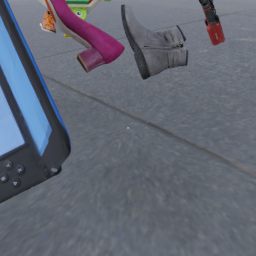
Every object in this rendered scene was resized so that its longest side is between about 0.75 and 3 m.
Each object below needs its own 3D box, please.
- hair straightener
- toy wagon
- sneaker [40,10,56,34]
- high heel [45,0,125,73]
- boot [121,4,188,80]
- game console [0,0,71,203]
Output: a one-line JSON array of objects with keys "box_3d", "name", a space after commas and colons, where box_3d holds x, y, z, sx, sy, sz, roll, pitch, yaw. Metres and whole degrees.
[{"box_3d": [1.965, -2.889, 6.984, 0.420, 2.053, 0.790, -18, 67, 29], "name": "hair straightener"}, {"box_3d": [-1.454, -3.581, 6.981, 2.112, 2.722, 0.538, -7, -12, -17], "name": "toy wagon"}, {"box_3d": [-2.319, -3.155, 8.253, 0.389, 0.561, 1.002, 8, 27, -41], "name": "sneaker"}, {"box_3d": [-0.656, -1.545, 4.035, 0.682, 1.418, 0.478, -32, 13, -11], "name": "high heel"}, {"box_3d": [0.460, -1.593, 4.857, 0.917, 1.394, 0.486, -20, 0, 7], "name": "boot"}, {"box_3d": [-1.850, -0.398, 3.240, 2.150, 2.519, 1.490, -27, -8, 5], "name": "game console"}]
